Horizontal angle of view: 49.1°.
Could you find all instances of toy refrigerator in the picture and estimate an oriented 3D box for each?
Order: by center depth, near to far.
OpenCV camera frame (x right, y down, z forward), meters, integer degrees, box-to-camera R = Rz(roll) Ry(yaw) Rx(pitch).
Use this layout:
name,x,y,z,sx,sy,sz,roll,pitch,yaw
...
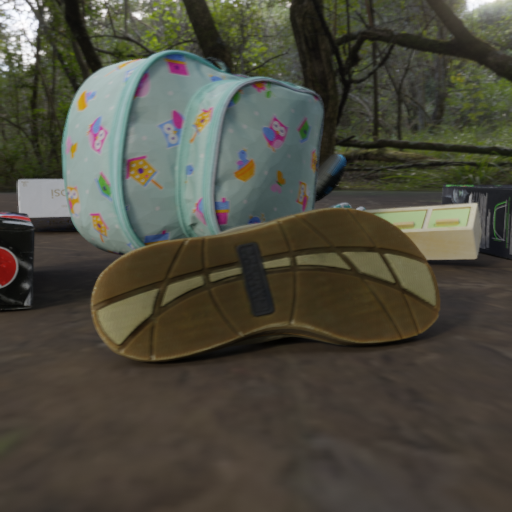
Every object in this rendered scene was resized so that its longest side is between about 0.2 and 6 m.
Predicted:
name,x,y,z,sx,sy,sz,roll,pitch,yaw
toy refrigerator,2.611,-0.391,9.126,1.878,0.657,0.713,-1,39,30

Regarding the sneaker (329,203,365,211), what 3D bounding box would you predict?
name,x,y,z,sx,sy,sz,roll,pitch,yaw
sneaker,1.715,-0.663,12.299,1.049,0.892,2.299,-4,-2,25

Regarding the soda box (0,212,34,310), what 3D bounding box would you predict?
name,x,y,z,sx,sy,sz,roll,pitch,yaw
soda box,-3.308,-0.042,7.071,0.862,0.963,2.721,1,7,-24

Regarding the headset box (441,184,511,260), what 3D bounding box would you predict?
name,x,y,z,sx,sy,sz,roll,pitch,yaw
headset box,5.217,-0.731,10.813,2.367,1.261,2.719,-2,9,-12

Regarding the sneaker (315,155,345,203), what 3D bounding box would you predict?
name,x,y,z,sx,sy,sz,roll,pitch,yaw
sneaker,1.156,-1.620,13.412,0.957,2.338,0.856,51,26,20

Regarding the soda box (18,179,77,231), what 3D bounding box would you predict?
name,x,y,z,sx,sy,sz,roll,pitch,yaw
soda box,-4.351,-1.316,14.473,3.275,1.043,1.115,-4,-15,-20

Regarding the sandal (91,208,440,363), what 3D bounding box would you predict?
name,x,y,z,sx,sy,sz,roll,pitch,yaw
sandal,0.148,0.305,4.970,3.083,1.238,0.833,-7,-12,-15

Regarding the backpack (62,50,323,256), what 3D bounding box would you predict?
name,x,y,z,sx,sy,sz,roll,pitch,yaw
backpack,-0.801,-1.291,8.058,3.517,3.092,2.696,0,10,-41
